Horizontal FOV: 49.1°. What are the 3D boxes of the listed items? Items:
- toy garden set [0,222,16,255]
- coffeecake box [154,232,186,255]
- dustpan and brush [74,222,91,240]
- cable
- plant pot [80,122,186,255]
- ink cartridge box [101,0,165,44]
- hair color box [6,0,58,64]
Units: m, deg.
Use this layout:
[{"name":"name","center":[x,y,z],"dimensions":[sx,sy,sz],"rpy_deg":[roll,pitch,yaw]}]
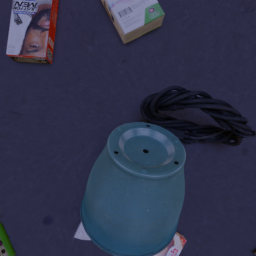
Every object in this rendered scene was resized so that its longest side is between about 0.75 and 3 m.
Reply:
[{"name":"toy garden set","center":[-4.435,4.215,8.052],"dimensions":[2.405,0.480,2.005],"rpy_deg":[-27,85,-3]},{"name":"coffeecake box","center":[0.806,3.328,8.136],"dimensions":[1.388,0.507,1.065],"rpy_deg":[29,85,3]},{"name":"dustpan and brush","center":[-0.765,2.809,7.807],"dimensions":[1.257,0.360,0.877],"rpy_deg":[23,106,-11]},{"name":"cable","center":[1.859,-0.273,7.434],"dimensions":[2.980,2.431,0.757],"rpy_deg":[12,66,18]},{"name":"plant pot","center":[0.219,1.298,6.798],"dimensions":[2.621,2.621,2.463],"rpy_deg":[12,127,1]},{"name":"ink cartridge box","center":[0.055,-3.869,8.744],"dimensions":[1.394,0.839,1.918],"rpy_deg":[-28,86,-4]},{"name":"hair color box","center":[-2.945,-3.204,8.740],"dimensions":[1.238,0.713,2.232],"rpy_deg":[4,85,0]}]
